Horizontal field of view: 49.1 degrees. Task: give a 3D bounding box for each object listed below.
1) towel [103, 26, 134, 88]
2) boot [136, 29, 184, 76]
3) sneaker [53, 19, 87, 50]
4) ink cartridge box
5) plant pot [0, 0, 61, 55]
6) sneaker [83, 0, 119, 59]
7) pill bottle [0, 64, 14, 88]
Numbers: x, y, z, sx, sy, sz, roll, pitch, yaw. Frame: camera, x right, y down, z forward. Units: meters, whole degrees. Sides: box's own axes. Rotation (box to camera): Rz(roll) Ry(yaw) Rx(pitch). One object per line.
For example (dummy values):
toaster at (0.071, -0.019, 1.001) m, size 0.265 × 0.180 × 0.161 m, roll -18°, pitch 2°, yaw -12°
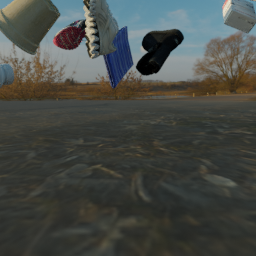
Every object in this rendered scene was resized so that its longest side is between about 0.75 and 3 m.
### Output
towel at (-0.346, -3.156, 12.271) m, size 0.322 × 1.956 × 2.702 m, roll 1°, pitch 35°, yaw 22°
boot at (0.954, -3.205, 12.022) m, size 2.108 × 0.958 × 2.509 m, roll -50°, pitch 31°, yaw -18°
sneaker at (-2.098, -3.542, 10.646) m, size 0.770 × 0.832 × 2.064 m, roll 10°, pitch 37°, yaw 30°
ink cartridge box at (3.374, -3.478, 8.518) m, size 0.845 × 0.477 × 1.152 m, roll 20°, pitch 48°, yaw -5°
plant pot at (-2.655, -3.022, 7.673) m, size 1.353 × 1.478 × 1.478 m, roll -39°, pitch -1°, yaw 12°
sneaker at (-0.811, -3.363, 8.591) m, size 1.025 × 2.529 × 0.950 m, roll -10°, pitch 48°, yaw -13°
pill bottle at (-3.465, -1.246, 6.699) m, size 0.717 × 0.717 × 1.294 m, roll 7°, pitch 16°, yaw 43°
